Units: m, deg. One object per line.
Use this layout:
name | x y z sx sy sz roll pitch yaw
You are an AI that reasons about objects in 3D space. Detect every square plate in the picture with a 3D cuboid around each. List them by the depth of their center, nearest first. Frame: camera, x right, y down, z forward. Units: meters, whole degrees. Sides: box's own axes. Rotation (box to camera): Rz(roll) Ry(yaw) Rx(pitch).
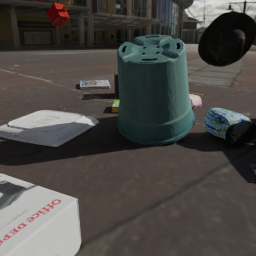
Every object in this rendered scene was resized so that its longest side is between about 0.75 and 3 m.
square plate | -2.373 -0.109 8.341 2.297 0.327 2.276 8 20 22

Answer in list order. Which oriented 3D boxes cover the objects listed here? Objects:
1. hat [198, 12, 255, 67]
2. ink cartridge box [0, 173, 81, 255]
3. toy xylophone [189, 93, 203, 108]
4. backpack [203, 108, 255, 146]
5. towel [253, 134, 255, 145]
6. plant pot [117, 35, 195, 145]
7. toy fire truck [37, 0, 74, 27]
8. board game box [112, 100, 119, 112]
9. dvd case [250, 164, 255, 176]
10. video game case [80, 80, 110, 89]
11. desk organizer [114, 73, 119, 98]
hat | 3.243 -2.647 8.982 1.951 1.951 0.787 0 44 1
ink cartridge box | -1.729 1.288 3.532 1.852 0.775 1.344 10 21 26
toy xylophone | 2.342 -1.176 11.321 1.143 0.392 1.561 -11 22 -30
backpack | 2.634 -0.075 7.539 1.033 0.974 1.266 -8 7 -24
towel | 3.768 0.463 6.594 0.837 0.364 1.499 -5 19 -16
plant pot | 0.654 -1.098 7.343 2.224 2.178 2.224 -5 38 4
toy fire truck | -1.707 -3.501 7.022 1.955 0.477 1.379 -33 -17 31
board game box | 0.473 -0.804 10.427 2.032 0.305 0.971 -1 20 5
dvd case | 2.889 0.949 5.640 0.630 0.068 0.848 4 19 9
video game case | -1.793 -2.339 15.042 1.529 0.193 1.678 -3 20 -8
desk organizer | 0.836 -2.022 12.819 2.951 1.058 1.136 -2 17 -5
